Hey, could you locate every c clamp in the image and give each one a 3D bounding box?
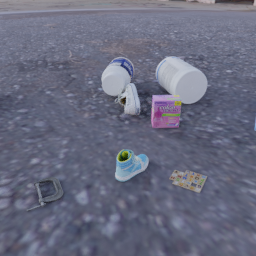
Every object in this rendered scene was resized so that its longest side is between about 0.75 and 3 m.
[{"bbox_3d":[-2.134,1.614,7.146,0.908,0.144,1.063,-9,31,-17],"label":"c clamp"}]

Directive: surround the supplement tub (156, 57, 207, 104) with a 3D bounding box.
[{"bbox_3d":[2.324,-2.203,12.595,1.550,1.550,2.350,-7,30,-13],"label":"supplement tub"}]

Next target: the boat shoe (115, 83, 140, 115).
[{"bbox_3d":[-0.103,-1.218,11.659,0.905,0.784,2.122,-1,39,-9],"label":"boat shoe"}]

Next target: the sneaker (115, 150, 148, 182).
[{"bbox_3d":[0.154,0.863,7.796,0.506,0.831,1.272,19,34,33],"label":"sneaker"}]

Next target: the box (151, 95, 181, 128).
[{"bbox_3d":[1.371,-0.598,10.156,0.966,1.099,0.531,0,30,-2],"label":"box"}]

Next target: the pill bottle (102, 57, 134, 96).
[{"bbox_3d":[-0.488,-2.414,13.207,1.320,1.320,2.379,4,29,7],"label":"pill bottle"}]

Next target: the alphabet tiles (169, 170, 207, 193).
[{"bbox_3d":[1.625,1.399,7.652,0.896,0.034,0.749,15,33,24],"label":"alphabet tiles"}]
